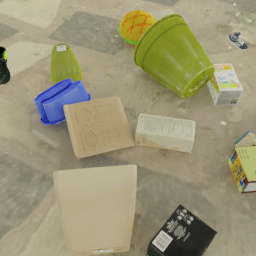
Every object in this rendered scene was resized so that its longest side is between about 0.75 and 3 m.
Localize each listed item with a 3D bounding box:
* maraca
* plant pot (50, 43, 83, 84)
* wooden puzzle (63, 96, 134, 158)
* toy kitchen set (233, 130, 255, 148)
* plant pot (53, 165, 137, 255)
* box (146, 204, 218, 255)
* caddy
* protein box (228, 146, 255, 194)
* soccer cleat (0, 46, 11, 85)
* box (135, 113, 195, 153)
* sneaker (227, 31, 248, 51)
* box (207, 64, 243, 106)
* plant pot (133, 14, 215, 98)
[{"bbox_3d":[0.693,-4.814,13.886,1.907,1.488,2.781,-40,61,-3],"label":"maraca"},{"bbox_3d":[-2.789,-2.828,12.205,1.444,1.543,1.444,0,51,0],"label":"plant pot"},{"bbox_3d":[-1.074,-0.044,10.258,2.231,0.516,2.066,-11,70,-20],"label":"wooden puzzle"},{"bbox_3d":[4.911,0.215,10.347,1.919,1.537,1.131,11,39,-41],"label":"toy kitchen set"},{"bbox_3d":[-0.792,2.371,7.691,2.176,2.174,1.927,-4,61,-3],"label":"plant pot"},{"bbox_3d":[1.275,3.092,7.160,1.118,1.798,1.336,34,58,25],"label":"box"},{"bbox_3d":[-2.510,-0.971,10.960,2.222,1.166,1.571,-40,39,-27],"label":"caddy"},{"bbox_3d":[4.204,1.350,9.200,1.279,0.863,1.270,-4,51,-3],"label":"protein box"},{"bbox_3d":[-3.895,-1.927,8.158,0.998,2.462,0.831,-2,74,3],"label":"soccer cleat"},{"bbox_3d":[1.348,0.178,10.209,2.050,0.797,0.973,9,51,8],"label":"box"},{"bbox_3d":[3.702,-2.886,9.260,0.769,0.417,0.269,34,75,1],"label":"sneaker"},{"bbox_3d":[4.021,-1.856,11.833,0.965,0.869,1.715,-1,51,-2],"label":"box"},{"bbox_3d":[2.087,-2.748,11.697,2.751,2.751,2.649,-30,69,-22],"label":"plant pot"}]
